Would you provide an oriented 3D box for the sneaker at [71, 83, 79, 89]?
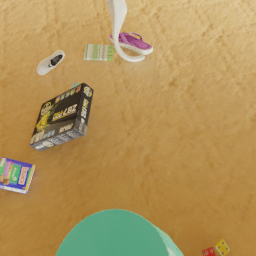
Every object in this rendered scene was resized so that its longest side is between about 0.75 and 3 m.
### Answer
[{"bbox_3d":[-1.467,-1.021,8.316,0.363,0.595,0.912,-11,22,-33],"label":"sneaker"}]

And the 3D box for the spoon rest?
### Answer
[{"bbox_3d":[-0.286,-3.404,9.225,0.804,1.318,2.652,-23,98,-5],"label":"spoon rest"}]

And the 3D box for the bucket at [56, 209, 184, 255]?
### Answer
[{"bbox_3d":[-0.104,2.774,5.106,2.510,1.633,2.510,-11,53,15],"label":"bucket"}]

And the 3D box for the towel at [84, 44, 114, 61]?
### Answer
[{"bbox_3d":[-1.019,-2.638,9.852,0.991,0.152,0.739,3,60,0],"label":"towel"}]

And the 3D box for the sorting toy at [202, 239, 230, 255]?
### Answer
[{"bbox_3d":[2.112,3.195,5.741,0.818,0.287,1.697,-2,67,-27],"label":"sorting toy"}]

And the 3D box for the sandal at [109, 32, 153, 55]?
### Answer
[{"bbox_3d":[0.131,-3.121,9.810,1.898,0.466,0.772,31,51,29],"label":"sandal"}]

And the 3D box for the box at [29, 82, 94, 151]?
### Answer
[{"bbox_3d":[-1.789,-0.269,7.557,1.824,0.448,1.471,-18,53,34],"label":"box"}]

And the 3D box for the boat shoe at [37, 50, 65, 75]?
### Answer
[{"bbox_3d":[-2.478,-2.066,8.995,1.089,0.392,0.373,-32,31,4],"label":"boat shoe"}]

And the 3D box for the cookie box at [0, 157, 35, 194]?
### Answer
[{"bbox_3d":[-2.872,1.203,7.095,0.835,0.314,0.714,17,59,-15],"label":"cookie box"}]
